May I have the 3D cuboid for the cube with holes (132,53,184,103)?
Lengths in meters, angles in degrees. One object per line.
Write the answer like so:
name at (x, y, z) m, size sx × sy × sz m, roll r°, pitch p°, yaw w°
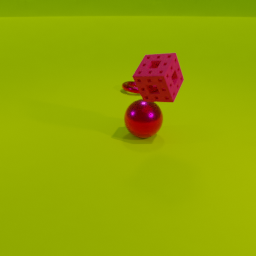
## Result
cube with holes at (0.683, -1.096, 6.147) m, size 0.747 × 0.747 × 0.747 m, roll 6°, pitch 52°, yaw 33°

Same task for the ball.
ball at (0.398, -0.242, 7.166) m, size 1.005 × 1.005 × 1.005 m, roll 0°, pitch 24°, yaw 0°

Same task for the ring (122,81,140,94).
ring at (0.350, -1.605, 11.030) m, size 1.209 × 0.242 × 1.209 m, roll 6°, pitch 22°, yaw -3°
